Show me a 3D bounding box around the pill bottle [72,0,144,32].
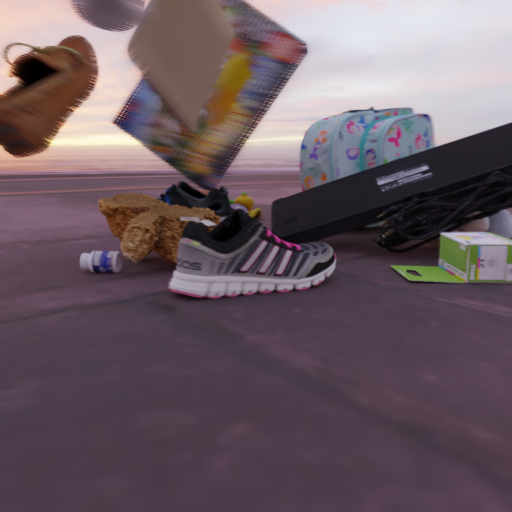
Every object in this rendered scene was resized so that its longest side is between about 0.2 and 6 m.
[{"bbox_3d":[-1.335,-2.776,5.262,0.638,1.167,0.638,2,-16,1],"label":"pill bottle"}]

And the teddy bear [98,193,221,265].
[{"bbox_3d":[-1.146,-0.216,8.883,2.991,0.999,2.169,10,20,9],"label":"teddy bear"}]

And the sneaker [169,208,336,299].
[{"bbox_3d":[0.035,-0.101,7.384,2.432,1.064,0.897,-5,12,-26],"label":"sneaker"}]

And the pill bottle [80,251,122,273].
[{"bbox_3d":[-2.316,0.092,8.352,0.549,0.328,0.328,1,11,5],"label":"pill bottle"}]

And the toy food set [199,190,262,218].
[{"bbox_3d":[-1.014,-1.317,14.506,2.354,0.769,1.385,-4,11,-18],"label":"toy food set"}]

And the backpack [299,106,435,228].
[{"bbox_3d":[2.569,-1.995,12.854,3.153,2.799,2.374,-13,11,-33],"label":"backpack"}]

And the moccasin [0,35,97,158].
[{"bbox_3d":[-3.450,-2.847,9.029,1.099,1.160,3.006,-4,44,22],"label":"moccasin"}]

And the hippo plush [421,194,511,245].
[{"bbox_3d":[3.958,-0.636,10.612,1.464,1.450,1.821,27,8,-32],"label":"hippo plush"}]

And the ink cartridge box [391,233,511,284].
[{"bbox_3d":[2.849,0.008,8.132,1.517,0.575,1.121,1,11,-1],"label":"ink cartridge box"}]

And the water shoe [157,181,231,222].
[{"bbox_3d":[-1.807,-1.171,12.848,2.803,1.106,1.002,4,12,22],"label":"water shoe"}]

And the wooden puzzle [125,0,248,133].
[{"bbox_3d":[-0.951,-2.749,7.227,0.338,1.952,2.893,11,-22,23],"label":"wooden puzzle"}]

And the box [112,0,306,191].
[{"bbox_3d":[-0.888,-3.197,10.630,2.226,3.259,0.614,36,8,5],"label":"box"}]

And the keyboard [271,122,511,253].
[{"bbox_3d":[2.813,-0.925,10.098,5.233,1.037,2.724,-18,25,12],"label":"keyboard"}]
